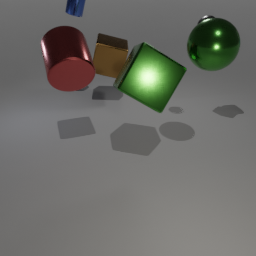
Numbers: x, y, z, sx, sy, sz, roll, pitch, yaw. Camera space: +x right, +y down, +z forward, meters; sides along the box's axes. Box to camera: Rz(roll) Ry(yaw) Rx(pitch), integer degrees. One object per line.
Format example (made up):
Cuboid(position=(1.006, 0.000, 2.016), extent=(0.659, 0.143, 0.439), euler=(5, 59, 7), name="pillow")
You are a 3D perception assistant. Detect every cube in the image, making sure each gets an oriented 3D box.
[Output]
Cuboid(position=(0.553, -1.431, 7.992), extent=(1.400, 1.400, 1.400), euler=(28, 7, -13), name="cube")
Cuboid(position=(-0.832, -3.253, 12.666), extent=(1.400, 1.400, 1.400), euler=(11, 35, -10), name="cube")

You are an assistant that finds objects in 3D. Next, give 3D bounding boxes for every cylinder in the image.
Cuboid(position=(-1.808, -2.059, 8.415), extent=(1.400, 1.400, 1.400), euler=(-10, 60, -17), name="cylinder")
Cuboid(position=(-2.118, -4.936, 11.285), extent=(0.700, 0.700, 0.700), euler=(14, 29, -8), name="cylinder")

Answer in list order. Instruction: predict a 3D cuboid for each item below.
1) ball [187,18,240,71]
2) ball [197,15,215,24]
Cuboid(position=(2.319, -2.261, 7.650), extent=(1.400, 1.400, 1.400), euler=(0, 29, 0), name="ball")
Cuboid(position=(2.606, -3.311, 9.155), extent=(0.700, 0.700, 0.700), euler=(0, 29, 0), name="ball")
